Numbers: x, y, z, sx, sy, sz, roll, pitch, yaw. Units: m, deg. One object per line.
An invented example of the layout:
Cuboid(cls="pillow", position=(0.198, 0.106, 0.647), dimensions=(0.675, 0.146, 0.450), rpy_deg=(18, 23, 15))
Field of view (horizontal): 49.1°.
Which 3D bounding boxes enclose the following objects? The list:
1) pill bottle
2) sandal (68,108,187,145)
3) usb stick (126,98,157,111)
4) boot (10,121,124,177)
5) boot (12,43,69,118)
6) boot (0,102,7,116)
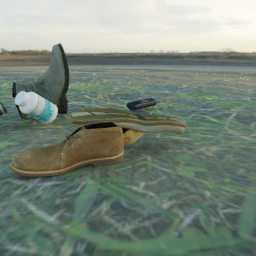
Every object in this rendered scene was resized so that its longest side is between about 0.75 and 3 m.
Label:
Cuboid(cls="pill bottle", position=(-2.883, -0.668, 8.785), dimensions=(0.706, 0.706, 1.274), rpy_deg=(11, -15, 36))
Cuboid(cls="sandal", position=(0.006, 0.036, 6.979), dimensions=(2.967, 0.801, 1.192), rpy_deg=(6, 13, -13))
Cuboid(cls="usb stick", position=(0.589, -0.980, 11.461), dimensions=(0.487, 0.286, 1.757), rpy_deg=(23, 24, 30))
Cuboid(cls="boot", position=(-1.219, 0.373, 5.856), dimensions=(2.385, 0.900, 0.878), rpy_deg=(-10, 32, -22))
Cuboid(cls="boot", position=(-3.014, -1.478, 9.584), dimensions=(1.852, 2.834, 0.960), rpy_deg=(-6, 41, -22))
Cuboid(cls="boot", position=(-4.505, -0.646, 8.848), dimensions=(0.921, 0.440, 1.219), rpy_deg=(-41, 67, -14))
